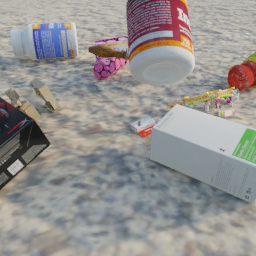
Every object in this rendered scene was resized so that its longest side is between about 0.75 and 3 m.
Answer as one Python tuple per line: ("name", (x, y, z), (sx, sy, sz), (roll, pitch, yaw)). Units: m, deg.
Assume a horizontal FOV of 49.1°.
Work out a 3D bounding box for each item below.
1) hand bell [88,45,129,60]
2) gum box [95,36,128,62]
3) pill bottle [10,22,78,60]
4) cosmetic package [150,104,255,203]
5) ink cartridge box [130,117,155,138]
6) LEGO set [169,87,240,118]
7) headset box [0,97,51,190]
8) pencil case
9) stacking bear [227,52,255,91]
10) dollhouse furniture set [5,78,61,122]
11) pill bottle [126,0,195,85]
("hand bell", (-0.223, -2.984, 11.550), (2.889, 1.504, 1.504), (10, 36, 6))
("gum box", (-0.741, -3.642, 13.155), (1.730, 0.982, 0.572), (-17, 38, -23))
("pill bottle", (-3.896, -4.087, 13.227), (2.917, 1.635, 1.635), (-7, 35, -11))
("cosmetic package", (2.066, 0.527, 7.041), (2.706, 1.148, 1.456), (22, 42, 25))
("ink cartridge box", (0.560, -0.044, 8.717), (0.754, 0.169, 0.665), (-23, 40, -29))
("LEGO set", (2.681, -0.725, 9.384), (2.464, 0.917, 1.133), (-12, 2, -9))
("headset box", (-3.693, 0.236, 7.106), (2.758, 1.035, 2.050), (28, 62, 34))
("pencil case", (-0.707, -2.758, 12.020), (0.818, 0.844, 1.802), (16, 37, 21))
("stacking bear", (4.867, -2.217, 10.860), (2.484, 1.508, 1.413), (-27, 82, -24))
("dollhouse furniture set", (-3.258, -0.655, 9.195), (1.674, 1.089, 1.538), (-43, 49, -18))
("pill bottle", (0.775, -2.719, 7.302), (1.626, 1.626, 2.878), (-2, 73, -3))
